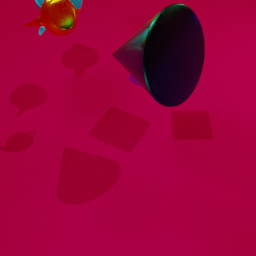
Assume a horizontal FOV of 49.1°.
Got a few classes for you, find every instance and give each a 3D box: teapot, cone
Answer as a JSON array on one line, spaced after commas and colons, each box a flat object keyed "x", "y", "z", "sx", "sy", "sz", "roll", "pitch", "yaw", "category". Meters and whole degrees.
[{"x": -1.396, "y": -2.125, "z": 5.380, "sx": 1.159, "sy": 0.721, "sz": 0.568, "roll": -28, "pitch": 27, "yaw": -26, "category": "teapot"}, {"x": -1.748, "y": -3.115, "z": 6.717, "sx": 1.178, "sy": 0.927, "sz": 1.894, "roll": 19, "pitch": 101, "yaw": 14, "category": "teapot"}, {"x": 0.252, "y": -1.339, "z": 5.204, "sx": 1.670, "sy": 1.664, "sz": 1.664, "roll": 17, "pitch": 53, "yaw": 43, "category": "cone"}]

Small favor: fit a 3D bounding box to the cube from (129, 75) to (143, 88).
[{"x": 0.905, "y": -1.564, "z": 6.684, "sx": 1.175, "sy": 1.175, "sz": 1.175, "roll": 29, "pitch": 39, "yaw": 8, "category": "cube"}]
